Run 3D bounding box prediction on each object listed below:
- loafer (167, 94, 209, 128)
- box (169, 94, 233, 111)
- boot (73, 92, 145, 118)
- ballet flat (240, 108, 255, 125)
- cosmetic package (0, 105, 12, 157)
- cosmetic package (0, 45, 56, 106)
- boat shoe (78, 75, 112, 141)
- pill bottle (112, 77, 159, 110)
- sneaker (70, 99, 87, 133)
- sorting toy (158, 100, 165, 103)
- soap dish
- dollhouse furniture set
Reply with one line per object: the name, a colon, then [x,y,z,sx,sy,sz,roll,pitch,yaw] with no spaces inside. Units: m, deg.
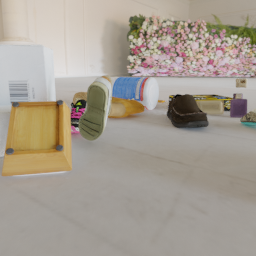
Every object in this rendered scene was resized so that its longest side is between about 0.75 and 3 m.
loafer: [1.909,-0.657,9.593,1.021,0.998,2.798,-2,13,-9]
box: [3.320,-1.162,12.775,2.407,0.594,1.922,-3,15,-12]
boot: [-0.790,-0.882,11.198,2.635,0.927,1.887,18,16,42]
ballet flat: [4.408,-0.335,8.541,0.759,0.843,2.238,4,10,-22]
cosmetic package: [-2.854,0.017,6.616,2.828,1.008,1.434,-5,12,-16]
cosmetic package: [-3.061,-1.176,8.485,1.539,2.495,2.503,-2,13,-8]
boat shoe: [-0.729,-0.444,6.923,0.703,1.881,0.643,28,44,3]
pill bottle: [-0.014,-1.606,12.768,2.563,1.439,1.439,7,15,27]
sneaker: [-1.533,-0.405,8.679,0.775,0.919,2.101,2,13,8]
sorting toy: [0.870,-1.658,15.478,2.399,0.327,1.351,5,14,18]
soap dish: [-1.722,0.134,5.395,1.228,0.634,1.560,-3,51,-11]
dollhouse furniture set: [3.805,-1.154,11.530,1.960,1.553,1.391,1,-3,17]
